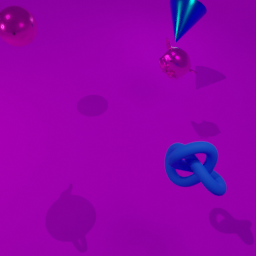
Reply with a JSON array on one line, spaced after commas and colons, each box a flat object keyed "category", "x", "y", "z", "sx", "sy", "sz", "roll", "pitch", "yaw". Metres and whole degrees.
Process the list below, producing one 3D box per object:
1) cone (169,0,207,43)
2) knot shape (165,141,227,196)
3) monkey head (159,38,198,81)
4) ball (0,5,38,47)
[{"category": "cone", "x": 1.531, "y": -2.934, "z": 7.979, "sx": 1.097, "sy": 1.097, "sz": 1.101, "roll": 19, "pitch": 89, "yaw": 13}, {"category": "knot shape", "x": 0.983, "y": 0.547, "z": 4.228, "sx": 1.109, "sy": 1.037, "sz": 0.512, "roll": 23, "pitch": 62, "yaw": 29}, {"category": "monkey head", "x": 1.070, "y": -1.525, "z": 6.515, "sx": 0.667, "sy": 1.107, "sz": 0.796, "roll": -44, "pitch": 18, "yaw": 8}, {"category": "ball", "x": -2.657, "y": -2.432, "z": 6.716, "sx": 0.934, "sy": 0.934, "sz": 0.934, "roll": 0, "pitch": 55, "yaw": 0}]
